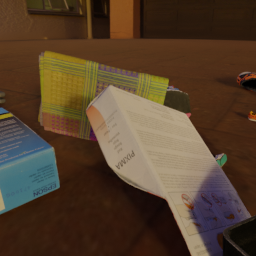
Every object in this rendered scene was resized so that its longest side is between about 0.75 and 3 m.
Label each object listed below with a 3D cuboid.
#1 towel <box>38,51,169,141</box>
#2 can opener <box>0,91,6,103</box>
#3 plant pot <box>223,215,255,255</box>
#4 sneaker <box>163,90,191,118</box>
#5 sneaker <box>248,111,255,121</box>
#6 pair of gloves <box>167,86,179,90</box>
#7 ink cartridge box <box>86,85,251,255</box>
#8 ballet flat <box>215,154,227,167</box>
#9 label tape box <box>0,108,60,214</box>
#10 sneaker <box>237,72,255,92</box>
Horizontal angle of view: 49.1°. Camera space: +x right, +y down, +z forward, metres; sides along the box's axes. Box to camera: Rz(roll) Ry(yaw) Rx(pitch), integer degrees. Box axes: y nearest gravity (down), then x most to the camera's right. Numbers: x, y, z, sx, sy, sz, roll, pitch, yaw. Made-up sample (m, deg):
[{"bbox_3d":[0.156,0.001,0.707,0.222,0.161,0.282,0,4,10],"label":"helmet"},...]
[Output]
[{"bbox_3d":[-0.693,-0.573,6.570,2.935,2.108,0.334,11,36,-1],"label":"towel"},{"bbox_3d":[-5.502,-1.425,11.407,1.908,0.502,0.634,19,24,39],"label":"can opener"},{"bbox_3d":[1.781,1.645,2.379,1.539,1.365,1.535,-10,27,-26],"label":"plant pot"},{"bbox_3d":[0.545,-0.736,8.846,2.866,1.151,1.238,-3,20,-12],"label":"sneaker"},{"bbox_3d":[4.275,-0.341,8.909,0.862,0.332,0.315,16,25,31],"label":"sneaker"},{"bbox_3d":[1.821,-1.831,12.978,0.903,0.128,1.124,-6,21,-13],"label":"pair of gloves"},{"bbox_3d":[0.687,0.692,3.825,2.018,0.624,2.489,13,45,-47],"label":"ink cartridge box"},{"bbox_3d":[1.942,0.782,6.198,0.294,0.294,0.846,14,21,31],"label":"ballet flat"},{"bbox_3d":[-2.946,0.593,5.472,2.064,0.952,2.881,-22,30,-34],"label":"label tape box"},{"bbox_3d":[6.310,-2.098,12.849,2.370,0.919,1.328,-5,24,16],"label":"sneaker"}]
